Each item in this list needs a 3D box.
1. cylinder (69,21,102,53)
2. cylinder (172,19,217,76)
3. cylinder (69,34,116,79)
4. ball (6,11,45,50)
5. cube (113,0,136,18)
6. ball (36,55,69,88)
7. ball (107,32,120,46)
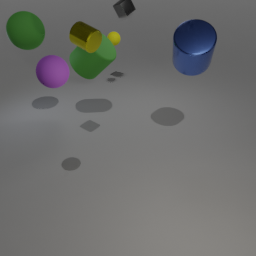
[{"bbox_3d":[-1.241,-2.673,8.242,0.700,0.700,0.700,33,42,20],"label":"cylinder"},{"bbox_3d":[2.256,-2.743,9.695,1.400,1.400,1.400,-2,72,7],"label":"cylinder"},{"bbox_3d":[-1.426,-2.925,11.357,1.400,1.400,1.400,-33,9,38],"label":"cylinder"},{"bbox_3d":[-3.884,-3.695,10.660,1.400,1.400,1.400,0,31,0],"label":"ball"},{"bbox_3d":[-0.187,-6.029,14.027,0.700,0.700,0.700,-46,35,-20],"label":"cube"},{"bbox_3d":[-1.615,-1.208,6.019,0.700,0.700,0.700,0,31,0],"label":"ball"},{"bbox_3d":[-0.742,-4.639,14.544,0.700,0.700,0.700,0,31,0],"label":"ball"}]
